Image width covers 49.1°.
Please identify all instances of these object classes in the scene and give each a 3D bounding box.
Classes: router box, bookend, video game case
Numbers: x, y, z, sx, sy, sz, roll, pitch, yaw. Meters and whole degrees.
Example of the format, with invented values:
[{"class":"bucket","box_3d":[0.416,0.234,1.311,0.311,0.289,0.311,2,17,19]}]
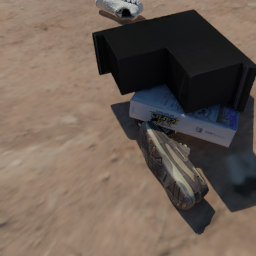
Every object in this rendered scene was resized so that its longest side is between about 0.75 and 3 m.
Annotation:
[{"class":"router box","box_3d":[0.715,-0.083,7.119,0.690,0.236,0.926,-29,56,-22]},{"class":"bookend","box_3d":[0.893,-1.344,6.534,2.740,1.270,2.758,-17,49,-10]},{"class":"video game case","box_3d":[1.672,-0.924,7.376,2.475,0.621,2.731,17,45,15]}]

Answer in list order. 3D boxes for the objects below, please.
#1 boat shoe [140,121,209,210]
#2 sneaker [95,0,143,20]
[{"class":"boat shoe","box_3d":[0.966,0.724,6.191,0.795,0.808,2.170,-15,60,-24]},{"class":"sneaker","box_3d":[-0.422,-4.584,10.641,1.931,0.725,0.783,17,61,15]}]
